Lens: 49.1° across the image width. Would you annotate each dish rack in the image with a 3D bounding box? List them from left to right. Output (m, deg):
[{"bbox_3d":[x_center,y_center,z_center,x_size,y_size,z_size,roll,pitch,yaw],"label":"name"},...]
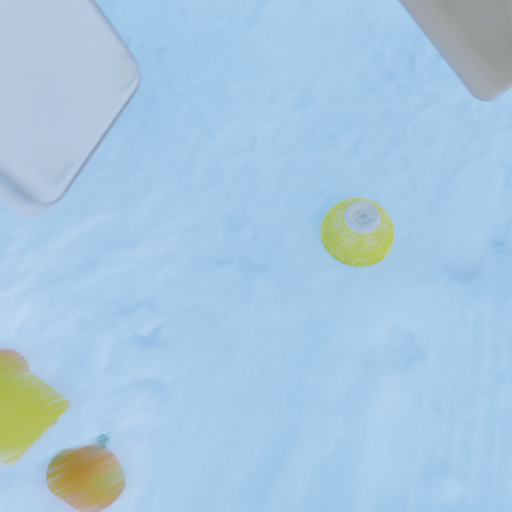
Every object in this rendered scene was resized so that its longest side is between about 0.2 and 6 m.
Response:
[{"bbox_3d":[-2.817,-2.369,7.402,0.681,2.684,3.127,6,58,35],"label":"dish rack"}]

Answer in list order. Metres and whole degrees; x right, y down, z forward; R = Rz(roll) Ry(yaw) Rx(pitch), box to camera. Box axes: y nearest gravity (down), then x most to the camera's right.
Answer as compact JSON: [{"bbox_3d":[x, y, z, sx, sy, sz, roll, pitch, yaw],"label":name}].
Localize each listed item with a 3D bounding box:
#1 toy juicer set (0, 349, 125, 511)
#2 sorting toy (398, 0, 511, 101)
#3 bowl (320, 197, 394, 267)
[{"bbox_3d":[-2.073,1.346,4.831,2.786,1.772,0.758,1,48,43],"label":"toy juicer set"},{"bbox_3d":[2.536,-3.533,7.210,2.265,0.451,3.064,-36,88,-30],"label":"sorting toy"},{"bbox_3d":[1.669,-0.500,8.989,1.224,0.659,1.224,0,63,-1],"label":"bowl"}]
